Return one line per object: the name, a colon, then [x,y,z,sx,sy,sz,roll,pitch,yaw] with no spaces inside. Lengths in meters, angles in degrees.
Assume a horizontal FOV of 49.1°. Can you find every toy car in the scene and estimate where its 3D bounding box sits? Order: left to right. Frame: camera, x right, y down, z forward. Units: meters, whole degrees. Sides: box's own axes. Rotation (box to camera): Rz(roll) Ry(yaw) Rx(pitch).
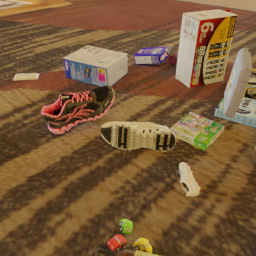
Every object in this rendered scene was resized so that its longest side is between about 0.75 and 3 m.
toy car: [0.015,2.299,6.125,1.027,0.229,0.967,17,19,-18]

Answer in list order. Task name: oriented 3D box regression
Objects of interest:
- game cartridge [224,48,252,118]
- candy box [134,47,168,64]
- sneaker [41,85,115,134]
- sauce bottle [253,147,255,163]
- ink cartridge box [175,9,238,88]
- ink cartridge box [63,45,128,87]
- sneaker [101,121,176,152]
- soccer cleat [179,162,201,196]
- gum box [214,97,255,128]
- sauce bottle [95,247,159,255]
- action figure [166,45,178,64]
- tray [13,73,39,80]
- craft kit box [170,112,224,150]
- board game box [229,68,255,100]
game cartridge: [2.848,-1.110,7.360,0.337,1.625,1.082,13,47,11]
candy box: [1.189,-3.690,14.274,1.412,0.544,1.194,7,36,28]
sneaker: [-1.600,-0.735,8.774,2.460,1.173,0.972,-28,53,1]
sauce bottle: [4.688,0.199,8.689,0.959,0.959,2.904,20,39,26]
ink cartridge box: [3.550,-3.466,12.112,2.536,2.888,1.211,-15,38,-20]
ink cartridge box: [-1.628,-2.924,12.928,2.777,1.060,1.894,19,40,22]
sneaker: [0.307,0.178,8.866,2.339,0.879,0.948,8,27,-4]
soccer cleat: [1.562,1.353,7.547,0.438,0.392,1.130,-10,39,-9]
gum box: [4.252,-0.670,10.375,1.660,0.370,1.411,20,40,25]
sauce bottle: [0.187,2.712,5.516,1.692,0.548,0.548,6,36,13]
action figure: [2.463,-3.401,13.943,1.137,1.264,1.697,12,-7,-36]
tray: [-4.740,-2.414,13.037,1.107,0.123,0.594,-3,35,-5]
craft kit box: [2.327,0.066,9.428,1.343,0.326,1.326,26,46,31]
board game box: [5.737,-1.866,11.818,2.315,0.656,1.914,0,34,0]
